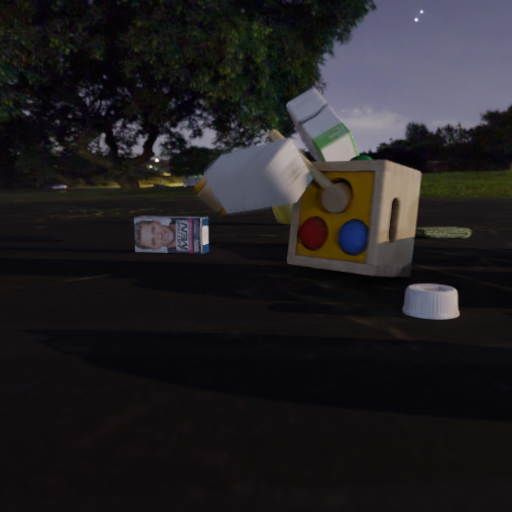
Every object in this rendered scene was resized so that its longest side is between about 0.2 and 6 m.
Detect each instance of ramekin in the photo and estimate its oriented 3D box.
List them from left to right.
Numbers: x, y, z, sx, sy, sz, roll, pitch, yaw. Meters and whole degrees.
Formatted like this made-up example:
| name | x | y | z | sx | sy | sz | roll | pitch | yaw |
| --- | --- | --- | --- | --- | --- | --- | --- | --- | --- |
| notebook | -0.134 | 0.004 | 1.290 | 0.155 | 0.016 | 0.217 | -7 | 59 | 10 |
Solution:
| name | x | y | z | sx | sy | sz | roll | pitch | yaw |
| --- | --- | --- | --- | --- | --- | --- | --- | --- | --- |
| ramekin | 1.840 | 0.472 | 5.903 | 0.571 | 0.278 | 0.571 | 0 | 7 | 0 |

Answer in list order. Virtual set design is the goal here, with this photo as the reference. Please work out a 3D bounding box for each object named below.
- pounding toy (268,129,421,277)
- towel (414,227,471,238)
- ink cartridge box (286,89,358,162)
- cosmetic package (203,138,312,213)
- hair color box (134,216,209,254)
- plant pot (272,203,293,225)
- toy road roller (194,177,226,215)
| name | x | y | z | sx | sy | sz | roll | pitch | yaw |
| --- | --- | --- | --- | --- | --- | --- | --- | --- | --- |
| pounding toy | 1.194 | -0.776 | 8.145 | 1.814 | 1.971 | 1.401 | 7 | 3 | 44 |
| towel | 4.505 | -0.577 | 13.830 | 1.298 | 0.237 | 0.963 | -2 | 7 | -10 |
| ink cartridge box | 1.167 | -2.001 | 9.506 | 0.590 | 1.404 | 1.021 | -30 | -38 | 4 |
| cosmetic package | -0.001 | -1.083 | 7.790 | 1.335 | 0.718 | 0.566 | -2 | 42 | 43 |
| hair color box | -1.639 | -0.409 | 10.837 | 1.391 | 0.696 | 0.421 | 1 | 8 | 15 |
| plant pot | 1.012 | -1.457 | 17.614 | 0.853 | 1.201 | 1.201 | -20 | 2 | 15 |
| toy road roller | -0.636 | -1.624 | 12.364 | 0.886 | 1.052 | 1.442 | 42 | 18 | -5 |
